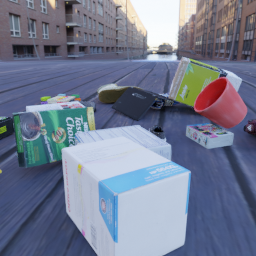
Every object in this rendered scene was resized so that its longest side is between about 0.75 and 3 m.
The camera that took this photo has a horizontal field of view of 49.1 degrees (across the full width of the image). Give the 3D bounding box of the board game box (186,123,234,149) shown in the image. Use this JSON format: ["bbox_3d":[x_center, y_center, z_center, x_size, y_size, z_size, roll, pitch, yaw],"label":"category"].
[{"bbox_3d":[2.757,0.239,9.579,0.982,0.428,1.331,-6,18,-20],"label":"board game box"}]

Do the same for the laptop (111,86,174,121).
[{"bbox_3d":[0.795,-1.115,13.241,2.228,1.291,2.086,-49,41,-11],"label":"laptop"}]

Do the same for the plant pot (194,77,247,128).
[{"bbox_3d":[3.141,-0.744,9.327,1.266,1.431,1.431,38,8,-18],"label":"plant pot"}]

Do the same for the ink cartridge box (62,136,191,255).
[{"bbox_3d":[-0.205,1.124,5.039,1.398,1.435,2.232,-10,21,-31],"label":"ink cartridge box"}]

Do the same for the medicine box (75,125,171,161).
[{"bbox_3d":[-0.197,0.721,7.054,1.943,1.000,1.770,-8,19,-21],"label":"medicine box"}]

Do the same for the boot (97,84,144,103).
[{"bbox_3d":[-0.404,-1.995,15.861,2.638,0.951,2.040,-3,16,-8],"label":"boot"}]

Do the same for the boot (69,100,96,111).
[{"bbox_3d":[-2.092,-0.956,13.042,1.287,0.682,1.955,3,21,-7],"label":"boot"}]

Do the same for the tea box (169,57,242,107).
[{"bbox_3d":[3.564,-2.096,13.486,2.756,1.872,2.801,21,20,5],"label":"tea box"}]

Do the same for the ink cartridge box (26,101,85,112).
[{"bbox_3d":[-2.641,-0.343,10.637,2.086,0.875,1.832,-8,19,-24],"label":"ink cartridge box"}]

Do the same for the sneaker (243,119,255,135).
[{"bbox_3d":[4.536,0.129,9.485,1.334,0.874,2.310,6,8,35],"label":"sneaker"}]

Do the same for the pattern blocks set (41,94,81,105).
[{"bbox_3d":[-3.733,-1.546,15.559,2.306,0.213,2.624,7,19,21],"label":"pattern blocks set"}]

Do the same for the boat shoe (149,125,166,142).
[{"bbox_3d":[1.032,0.116,9.923,0.463,0.439,1.324,-2,18,-6],"label":"boat shoe"}]

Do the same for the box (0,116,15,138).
[{"bbox_3d":[-5.919,0.155,9.392,2.914,0.692,2.814,5,16,16],"label":"box"}]

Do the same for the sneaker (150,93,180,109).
[{"bbox_3d":[1.848,-1.269,14.097,1.768,0.712,1.295,5,27,0],"label":"sneaker"}]

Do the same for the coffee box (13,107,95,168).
[{"bbox_3d":[-1.901,0.168,7.718,0.509,1.424,2.315,-2,4,44],"label":"coffee box"}]

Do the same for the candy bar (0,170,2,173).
[{"bbox_3d":[-2.919,0.871,5.785,0.442,0.196,1.772,39,-15,-11],"label":"candy bar"}]
